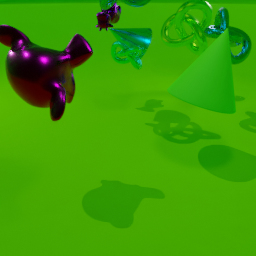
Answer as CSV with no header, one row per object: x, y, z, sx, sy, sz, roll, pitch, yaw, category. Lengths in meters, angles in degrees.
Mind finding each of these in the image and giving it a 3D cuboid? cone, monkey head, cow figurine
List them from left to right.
-1.375,-1.079,4.889,1.977,1.422,1.191,54,21,9,monkey head
-0.636,-3.702,9.383,0.642,1.151,1.170,6,0,19,cow figurine
-0.067,-2.739,8.475,1.156,1.152,1.152,20,18,-25,cone
1.896,-1.373,6.207,1.622,1.628,1.622,14,20,-5,cone

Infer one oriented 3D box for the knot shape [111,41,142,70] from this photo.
0.043,-2.042,8.014,0.988,0.488,1.056,28,-5,-37,knot shape

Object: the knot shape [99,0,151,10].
-0.148,-3.542,7.199,1.435,0.708,1.533,-39,50,-17,knot shape

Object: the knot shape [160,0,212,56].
2.122,-3.700,10.542,1.933,2.066,0.954,10,35,33,knot shape

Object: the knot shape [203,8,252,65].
2.842,-2.683,8.138,0.786,1.702,1.592,-36,-11,36,knot shape
